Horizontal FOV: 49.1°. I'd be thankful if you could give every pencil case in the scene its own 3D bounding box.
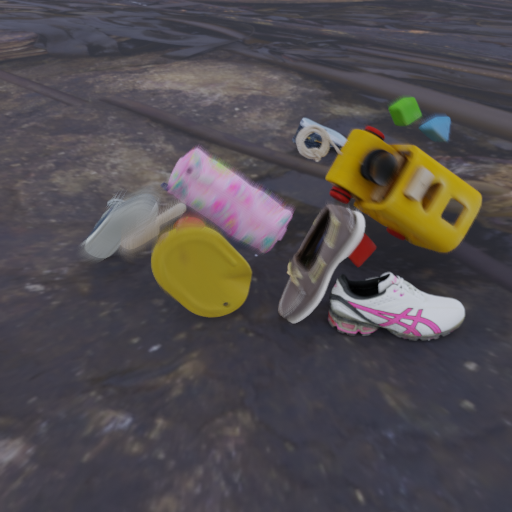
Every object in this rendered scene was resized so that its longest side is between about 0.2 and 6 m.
[{"bbox_3d":[-0.478,-0.952,9.662,2.194,0.959,0.959,34,32,-14],"label":"pencil case"}]

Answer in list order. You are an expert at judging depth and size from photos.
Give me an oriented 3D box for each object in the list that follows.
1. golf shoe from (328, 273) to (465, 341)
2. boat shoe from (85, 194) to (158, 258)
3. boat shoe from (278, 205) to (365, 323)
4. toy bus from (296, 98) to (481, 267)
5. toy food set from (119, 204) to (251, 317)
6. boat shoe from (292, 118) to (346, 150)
[{"bbox_3d":[2.209,0.751,8.687,2.124,0.978,0.771,2,34,1],"label":"golf shoe"},{"bbox_3d":[-2.372,-0.616,9.938,0.715,1.910,0.591,27,46,-28],"label":"boat shoe"},{"bbox_3d":[0.845,0.135,8.600,0.619,2.081,0.748,18,28,-28],"label":"boat shoe"},{"bbox_3d":[2.461,-1.214,9.586,2.829,2.669,1.462,-19,16,-14],"label":"toy bus"},{"bbox_3d":[-0.966,0.011,8.711,1.227,2.085,0.681,-38,27,10],"label":"toy food set"},{"bbox_3d":[1.713,-3.004,14.721,1.516,0.688,0.536,23,31,-15],"label":"boat shoe"}]
